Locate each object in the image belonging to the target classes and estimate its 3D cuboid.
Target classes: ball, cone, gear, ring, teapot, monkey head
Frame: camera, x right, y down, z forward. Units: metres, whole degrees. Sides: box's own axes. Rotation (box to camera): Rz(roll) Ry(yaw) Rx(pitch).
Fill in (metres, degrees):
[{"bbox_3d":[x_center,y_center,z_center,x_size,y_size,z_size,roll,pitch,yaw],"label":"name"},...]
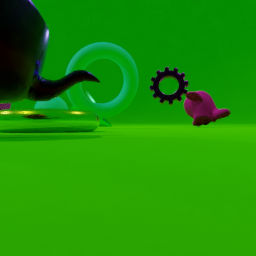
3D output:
[{"bbox_3d":[-2.049,-0.439,7.484,0.880,0.880,0.880,0,1,0],"label":"ball"},{"bbox_3d":[-1.126,-0.368,9.662,1.358,1.353,1.353,29,6,10],"label":"cone"},{"bbox_3d":[1.177,-1.205,8.073,1.088,1.088,0.201,0,-10,9],"label":"gear"},{"bbox_3d":[-0.572,-1.069,6.470,1.750,1.750,0.350,0,19,-23],"label":"ring"},{"bbox_3d":[-1.180,-0.815,2.397,2.048,1.003,1.273,38,-17,-20],"label":"teapot"},{"bbox_3d":[-1.159,-0.100,4.061,1.503,0.301,1.503,0,1,0],"label":"ring"},{"bbox_3d":[2.644,-0.735,9.466,1.413,1.184,1.965,-16,-12,29],"label":"monkey head"}]

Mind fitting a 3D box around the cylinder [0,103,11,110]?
[{"bbox_3d":[-3.057,-0.680,5.800,0.915,0.915,0.915,-9,1,-1],"label":"cylinder"}]
